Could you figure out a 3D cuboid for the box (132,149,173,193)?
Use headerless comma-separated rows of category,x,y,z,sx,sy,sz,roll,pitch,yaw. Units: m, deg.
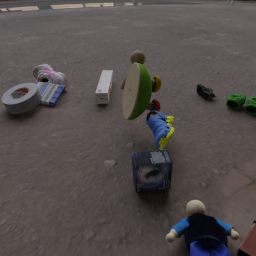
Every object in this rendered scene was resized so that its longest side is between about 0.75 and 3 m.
box,0.672,1.234,7.994,1.044,1.052,0.648,-5,35,-4

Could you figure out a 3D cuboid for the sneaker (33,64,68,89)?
sneaker,-4.181,-2.530,14.167,2.444,0.994,1.078,25,38,35

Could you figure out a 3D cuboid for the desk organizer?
desk organizer,3.368,2.949,5.490,2.322,0.833,0.894,25,42,35

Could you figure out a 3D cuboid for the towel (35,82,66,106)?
towel,-3.841,-1.602,13.022,1.648,0.196,1.211,10,58,16

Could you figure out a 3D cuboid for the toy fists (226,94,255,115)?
toy fists,5.167,-1.107,12.312,1.565,0.538,0.798,21,37,32

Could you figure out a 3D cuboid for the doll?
doll,1.690,2.571,6.300,1.679,0.596,2.460,2,32,1

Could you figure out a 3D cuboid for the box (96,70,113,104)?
box,-1.126,-2.081,13.836,0.608,0.568,2.936,1,32,1

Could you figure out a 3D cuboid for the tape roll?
tape roll,-4.654,-1.328,12.309,1.610,0.532,1.610,-8,41,7

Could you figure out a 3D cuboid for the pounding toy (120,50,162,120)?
pounding toy,0.616,-1.440,10.392,1.235,2.054,2.661,8,42,-15

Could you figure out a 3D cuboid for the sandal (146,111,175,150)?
sandal,1.008,0.006,9.442,0.944,0.862,2.168,30,19,-5

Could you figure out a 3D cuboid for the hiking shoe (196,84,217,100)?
hiking shoe,3.761,-1.739,13.507,0.597,0.449,1.186,-3,40,-21
